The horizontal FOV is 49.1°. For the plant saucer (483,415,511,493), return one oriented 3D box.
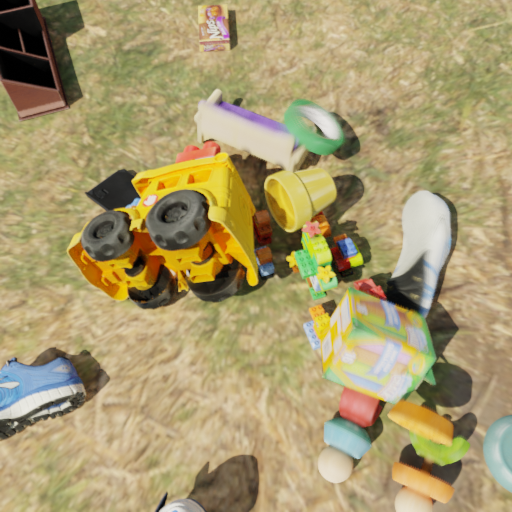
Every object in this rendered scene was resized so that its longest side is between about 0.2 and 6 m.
[{"bbox_3d":[4.265,3.131,8.851,1.267,0.228,1.267,0,63,0],"label":"plant saucer"}]

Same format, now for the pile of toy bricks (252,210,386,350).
[{"bbox_3d":[1.001,0.014,9.677,1.783,1.587,3.215,-18,64,-9],"label":"pile of toy bricks"}]

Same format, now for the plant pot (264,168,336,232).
[{"bbox_3d":[0.821,-1.069,9.831,0.982,1.044,1.044,-24,65,-19],"label":"plant pot"}]

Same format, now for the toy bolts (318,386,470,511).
[{"bbox_3d":[1.857,2.904,8.216,2.049,1.958,1.421,18,72,29],"label":"toy bolts"}]

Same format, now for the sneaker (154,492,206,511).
[{"bbox_3d":[-1.452,4.314,7.406,0.936,1.702,2.324,30,67,14],"label":"sneaker"}]

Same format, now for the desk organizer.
[{"bbox_3d":[-5.092,-4.573,12.262,1.094,1.174,3.050,-18,64,-9],"label":"desk organizer"}]

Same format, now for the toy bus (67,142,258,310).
[{"bbox_3d":[-1.438,-0.722,9.691,2.870,1.948,2.755,-10,53,17],"label":"toy bus"}]

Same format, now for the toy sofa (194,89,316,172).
[{"bbox_3d":[-0.021,-2.560,11.224,2.304,1.124,0.954,24,59,12],"label":"toy sofa"}]

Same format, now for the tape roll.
[{"bbox_3d":[1.099,-2.464,10.698,1.206,0.290,1.206,21,44,-23],"label":"tape roll"}]

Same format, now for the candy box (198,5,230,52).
[{"bbox_3d":[-0.994,-5.345,13.133,0.706,0.342,1.210,-3,61,-1],"label":"candy box"}]

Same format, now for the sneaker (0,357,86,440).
[{"bbox_3d":[-3.995,2.280,9.017,2.319,0.911,1.034,-17,56,-17],"label":"sneaker"}]

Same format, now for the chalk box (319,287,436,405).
[{"bbox_3d":[1.976,1.439,8.499,1.733,1.073,1.078,21,28,-8],"label":"chalk box"}]

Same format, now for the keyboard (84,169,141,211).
[{"bbox_3d":[-2.250,-0.702,10.713,2.270,0.291,1.363,35,56,15],"label":"keyboard"}]

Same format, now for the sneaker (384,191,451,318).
[{"bbox_3d":[3.007,0.144,10.031,0.976,0.967,2.692,26,70,-29],"label":"sneaker"}]
